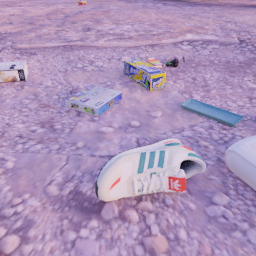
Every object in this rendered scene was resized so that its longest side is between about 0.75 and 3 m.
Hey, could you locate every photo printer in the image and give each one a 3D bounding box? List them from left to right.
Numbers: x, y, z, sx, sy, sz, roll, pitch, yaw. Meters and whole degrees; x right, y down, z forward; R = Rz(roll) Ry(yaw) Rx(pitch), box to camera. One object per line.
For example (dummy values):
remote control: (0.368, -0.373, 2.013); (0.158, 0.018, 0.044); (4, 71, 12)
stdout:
photo printer: (3.779, 0.971, 7.163); (1.867, 0.779, 2.244); (-15, 35, -23)

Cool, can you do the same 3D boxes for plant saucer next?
plant saucer: (3.037, -0.578, 10.254); (2.196, 0.208, 0.768); (25, 40, 36)

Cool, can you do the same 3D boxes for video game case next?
video game case: (-1.304, -1.113, 10.926); (1.531, 0.384, 1.689); (18, 36, 26)

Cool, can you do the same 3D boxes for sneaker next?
sneaker: (0.644, 1.102, 6.727); (2.858, 1.006, 1.336); (-18, 30, -31)

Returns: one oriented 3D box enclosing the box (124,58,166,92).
box: (0.717, -2.486, 12.805); (0.830, 0.762, 2.369); (-17, 36, -25)

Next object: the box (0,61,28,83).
box: (-5.832, -2.625, 13.163); (2.043, 0.614, 1.191); (-6, 32, -10)

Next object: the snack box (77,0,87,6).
snack box: (-1.802, -5.169, 10.177); (0.350, 1.035, 0.873); (-13, 58, -11)

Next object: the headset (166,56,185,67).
headset: (2.477, -3.476, 14.691); (0.993, 0.467, 0.613); (-4, 31, 15)

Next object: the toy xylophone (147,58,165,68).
toy xylophone: (1.490, -3.436, 14.820); (0.757, 0.260, 1.033); (-15, 35, -24)
